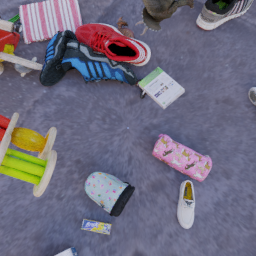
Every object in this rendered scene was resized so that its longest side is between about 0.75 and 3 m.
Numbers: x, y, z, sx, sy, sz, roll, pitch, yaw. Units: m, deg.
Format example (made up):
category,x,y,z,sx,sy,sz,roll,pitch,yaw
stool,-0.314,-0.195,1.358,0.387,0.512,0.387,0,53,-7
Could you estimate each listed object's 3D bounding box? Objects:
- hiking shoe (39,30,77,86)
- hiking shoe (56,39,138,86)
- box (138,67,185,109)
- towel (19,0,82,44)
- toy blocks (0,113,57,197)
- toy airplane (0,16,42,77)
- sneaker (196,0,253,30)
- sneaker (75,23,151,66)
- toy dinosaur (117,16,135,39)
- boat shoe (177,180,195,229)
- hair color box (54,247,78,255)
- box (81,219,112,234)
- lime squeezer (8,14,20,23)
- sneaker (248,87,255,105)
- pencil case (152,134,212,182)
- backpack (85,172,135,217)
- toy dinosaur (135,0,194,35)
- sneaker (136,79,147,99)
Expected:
category,x,y,z,sx,sy,sz,roll,pitch,yaw
hiking shoe,-2.476,-2.359,9.587,0.905,0.777,2.088,15,76,42
hiking shoe,-0.959,-1.879,9.281,2.590,0.963,1.123,25,94,1
box,0.845,-1.038,7.162,0.718,0.181,0.995,-39,66,-8
towel,-2.824,-3.948,10.314,2.190,0.328,1.603,-12,74,-4
toy blocks,-2.914,0.194,5.699,2.725,2.271,0.990,23,104,-21
toy airplane,-4.303,-2.374,8.953,2.437,1.727,2.448,-16,50,-39
sneaker,3.698,-4.631,10.102,2.702,1.182,0.997,-34,73,-12
sneaker,-0.707,-2.834,8.984,2.796,1.615,1.095,19,103,14
toy dinosaur,-0.065,-3.321,9.750,1.185,0.509,0.803,36,115,15
boat shoe,1.669,2.125,7.878,0.470,0.463,1.326,8,69,3
hair color box,-1.468,4.276,6.930,1.110,0.672,2.220,-24,71,-9
box,-0.875,2.735,7.756,0.795,0.255,0.278,9,69,4
lime squeezer,-4.619,-3.618,9.845,0.549,1.028,2.912,34,41,3
sneaker,4.529,-0.717,8.935,0.748,0.587,1.506,-14,70,-9
pencil case,1.568,0.851,8.237,1.757,0.727,0.760,27,65,11
backpack,-0.575,1.736,7.850,1.279,0.809,1.067,31,75,15
toy dinosaur,0.908,-3.738,7.643,1.490,2.913,1.121,-22,59,-2
sneaker,0.432,-1.336,9.339,0.466,0.305,0.807,19,60,12
